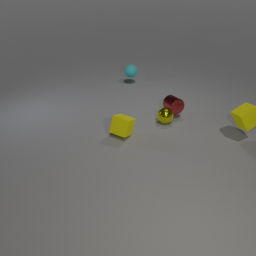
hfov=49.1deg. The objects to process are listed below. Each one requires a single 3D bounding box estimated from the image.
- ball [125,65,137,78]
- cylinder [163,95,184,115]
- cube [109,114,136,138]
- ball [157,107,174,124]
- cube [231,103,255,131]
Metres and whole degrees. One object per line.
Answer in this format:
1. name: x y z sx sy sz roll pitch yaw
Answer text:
1. ball: 0.178 -3.154 15.572 0.700 0.700 0.700 0 31 0
2. cylinder: 2.005 -1.034 12.341 0.700 0.700 0.700 -14 29 -22
3. cube: -0.214 -0.101 10.975 0.700 0.700 0.700 20 16 21
4. ball: 1.585 -0.530 11.908 0.700 0.700 0.700 0 31 0
5. cube: 4.402 -0.420 10.410 0.700 0.700 0.700 -32 20 1
